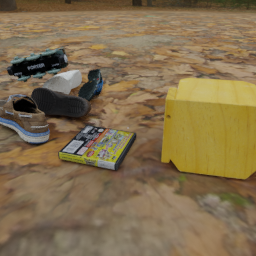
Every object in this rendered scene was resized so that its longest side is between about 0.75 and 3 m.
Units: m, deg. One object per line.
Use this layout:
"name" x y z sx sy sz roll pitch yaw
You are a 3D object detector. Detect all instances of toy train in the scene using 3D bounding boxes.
"toy train" -2.930 -2.137 9.301 2.021 0.861 1.152 -12 24 7

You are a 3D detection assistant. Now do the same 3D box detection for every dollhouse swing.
"dollhouse swing" 2.121 -0.145 6.906 2.291 2.082 2.014 5 11 12

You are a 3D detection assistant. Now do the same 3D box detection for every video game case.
"video game case" -0.716 0.437 7.167 1.492 0.210 1.651 9 27 15

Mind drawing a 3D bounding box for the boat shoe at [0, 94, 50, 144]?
"boat shoe" -3.044 -0.465 8.056 2.558 0.926 0.924 25 24 34

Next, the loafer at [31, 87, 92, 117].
"loafer" -2.168 -0.742 9.084 2.271 0.829 0.806 17 5 22

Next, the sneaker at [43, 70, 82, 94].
"sneaker" -2.701 -1.661 10.682 1.007 0.856 2.275 5 23 19

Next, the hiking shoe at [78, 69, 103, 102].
"hiking shoe" -1.247 -1.410 10.287 0.660 0.769 1.774 -4 45 25
